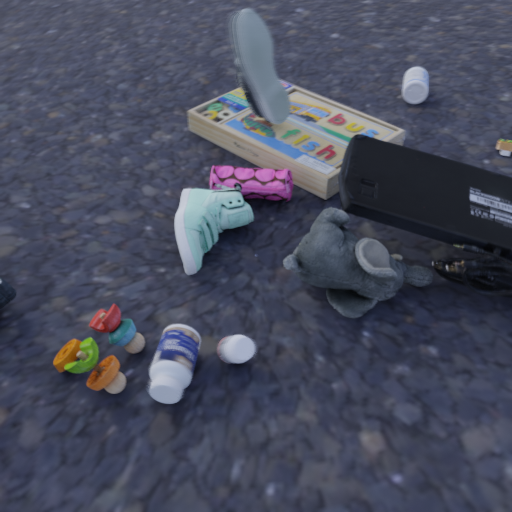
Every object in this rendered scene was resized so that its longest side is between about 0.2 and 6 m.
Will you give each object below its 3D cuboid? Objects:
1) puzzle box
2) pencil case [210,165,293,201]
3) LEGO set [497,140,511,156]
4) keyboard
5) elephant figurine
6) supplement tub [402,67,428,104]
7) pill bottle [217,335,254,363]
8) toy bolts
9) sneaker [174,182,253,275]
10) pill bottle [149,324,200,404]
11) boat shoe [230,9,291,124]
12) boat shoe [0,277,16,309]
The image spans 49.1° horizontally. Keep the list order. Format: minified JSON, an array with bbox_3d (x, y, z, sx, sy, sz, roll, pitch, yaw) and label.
[{"bbox_3d":[0.839,-2.823,12.517,4.131,0.525,2.749,32,50,31],"label":"puzzle box"},{"bbox_3d":[-0.092,-1.372,10.771,1.599,0.726,0.749,1,8,4],"label":"pencil case"},{"bbox_3d":[6.189,-2.257,11.689,0.965,0.780,2.097,-29,49,-29],"label":"LEGO set"},{"bbox_3d":[3.790,-0.294,9.289,5.233,1.037,2.723,17,48,4],"label":"keyboard"},{"bbox_3d":[1.643,0.227,8.629,1.999,1.414,1.551,33,78,12],"label":"elephant figurine"},{"bbox_3d":[4.017,-4.293,14.115,0.621,0.621,0.942,9,43,10],"label":"supplement tub"},{"bbox_3d":[-0.273,1.287,7.725,0.387,0.667,0.387,4,79,-18],"label":"pill bottle"},{"bbox_3d":[-2.133,1.371,7.878,1.095,0.795,1.146,-17,34,48],"label":"toy bolts"},{"bbox_3d":[-0.693,-0.552,9.703,1.284,0.801,2.177,-5,39,3],"label":"sneaker"},{"bbox_3d":[-1.125,1.474,7.647,0.559,0.559,1.007,5,41,6],"label":"pill bottle"},{"bbox_3d":[-0.061,-3.776,11.405,0.741,2.458,0.929,23,56,42],"label":"boat shoe"},{"bbox_3d":[-4.800,0.157,8.777,2.641,0.999,0.797,36,61,19],"label":"boat shoe"}]
